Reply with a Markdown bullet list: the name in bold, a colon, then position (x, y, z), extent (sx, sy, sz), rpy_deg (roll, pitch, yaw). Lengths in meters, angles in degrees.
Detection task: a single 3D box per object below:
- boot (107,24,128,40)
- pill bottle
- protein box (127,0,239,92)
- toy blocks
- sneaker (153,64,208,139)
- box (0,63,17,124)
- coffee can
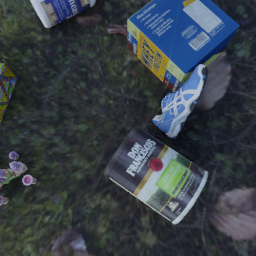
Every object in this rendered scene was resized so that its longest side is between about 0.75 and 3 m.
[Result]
- **boot**: position (-0.310, -3.167, 9.363), extent (0.806, 0.259, 0.751), rpy_deg (0, 63, -3)
- **pill bottle**: position (-1.907, -4.405, 9.106), extent (2.454, 1.362, 1.362), rpy_deg (-30, 77, -7)
- **protein box**: position (1.561, -2.786, 8.593), extent (2.275, 1.546, 2.291), rpy_deg (-41, 79, -10)
- **toy blocks**: position (-3.500, 1.294, 7.756), extent (1.269, 1.143, 1.358), rpy_deg (-36, 78, -8)
- **sneaker**: position (1.468, -0.764, 7.907), extent (0.894, 0.879, 2.322), rpy_deg (31, 117, 9)
- **box**: position (-4.596, -1.172, 8.436), extent (1.723, 1.051, 1.660), rpy_deg (14, 76, 3)
- **coffee can**: position (0.732, 1.221, 7.515), extent (2.243, 1.641, 1.641), rpy_deg (33, 78, 8)
